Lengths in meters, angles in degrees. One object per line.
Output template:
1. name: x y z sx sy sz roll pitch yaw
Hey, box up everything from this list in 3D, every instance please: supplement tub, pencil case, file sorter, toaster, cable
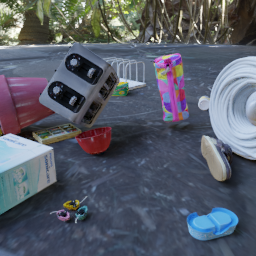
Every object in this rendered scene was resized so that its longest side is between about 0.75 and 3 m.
1. supplement tub: 3.601 -1.183 13.141 0.550 0.550 0.757 6 22 16
2. pencil case: 1.594 -1.444 10.264 1.124 2.544 1.124 -12 27 6
3. file sorter: -0.392 -3.438 17.481 2.562 1.595 1.778 20 29 40
4. toaster: -1.563 -1.303 9.649 1.484 2.261 2.501 33 -1 8
5. cable: 3.736 -0.560 8.238 1.031 2.977 2.976 -5 13 -28

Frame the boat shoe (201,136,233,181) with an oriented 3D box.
1. boat shoe: 2.595 0.758 7.905 0.724 0.804 2.234 -4 15 4

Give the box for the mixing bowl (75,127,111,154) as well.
1. mixing bowl: -1.009 0.430 8.765 1.157 0.627 1.157 -13 12 3

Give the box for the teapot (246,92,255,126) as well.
1. teapot: 5.119 -1.372 10.760 2.700 1.998 2.736 -10 43 -19

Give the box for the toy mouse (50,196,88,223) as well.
1. toy mouse: -1.178 1.839 5.969 0.884 0.171 0.785 -10 23 -23

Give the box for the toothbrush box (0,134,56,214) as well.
1. toothbrush box: -3.205 1.107 6.649 1.757 1.024 2.400 13 25 29

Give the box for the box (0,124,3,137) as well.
1. box: -4.830 -0.221 9.936 1.043 0.329 1.896 -5 43 4

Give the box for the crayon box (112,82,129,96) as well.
1. crayon box: -0.971 -2.225 15.756 1.943 0.566 1.154 2 22 5

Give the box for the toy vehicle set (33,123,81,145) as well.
1. toy vehicle set: -2.552 0.201 10.106 1.494 0.198 0.928 -16 26 -34

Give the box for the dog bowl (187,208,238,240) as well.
1. dog bowl: 1.685 1.932 5.616 1.052 0.261 0.586 -7 23 -17

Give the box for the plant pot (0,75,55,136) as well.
1. plant pot: -3.784 -0.963 10.185 1.928 2.154 2.154 -16 26 -21
